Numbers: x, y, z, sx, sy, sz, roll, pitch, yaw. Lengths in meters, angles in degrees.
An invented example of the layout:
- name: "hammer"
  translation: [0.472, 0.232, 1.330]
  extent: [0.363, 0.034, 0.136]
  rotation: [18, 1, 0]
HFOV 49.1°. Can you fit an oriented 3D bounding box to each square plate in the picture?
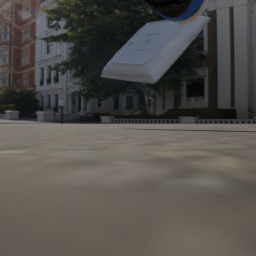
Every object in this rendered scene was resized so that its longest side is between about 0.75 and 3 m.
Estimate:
- name: "square plate"
  translation: [0.705, -2.668, 9.148]
  extent: [2.916, 2.944, 0.419]
  rotation: [19, -27, 50]

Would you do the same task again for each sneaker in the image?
- name: "sneaker"
  translation: [0.503, -2.951, 3.515]
  extent: [1.141, 2.973, 1.654]
  rotation: [2, 14, 22]
